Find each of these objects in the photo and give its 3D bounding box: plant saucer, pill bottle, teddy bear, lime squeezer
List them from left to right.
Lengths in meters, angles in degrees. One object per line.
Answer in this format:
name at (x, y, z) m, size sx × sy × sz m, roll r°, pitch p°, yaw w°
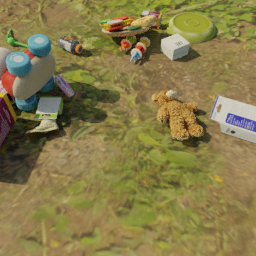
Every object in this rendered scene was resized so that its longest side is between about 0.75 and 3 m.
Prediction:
lime squeezer at (-5.930, -4.643, 14.443) m, size 0.765 × 0.409 × 2.167 m, roll -33°, pitch 57°, yaw -24°
pill bottle at (-2.807, -4.075, 13.817) m, size 1.205 × 0.640 × 0.640 m, roll 27°, pitch 56°, yaw 20°
teddy bear at (1.925, -0.590, 10.836) m, size 1.882 × 0.867 × 2.596 m, roll -2°, pitch 51°, yaw -4°
plant saucer at (3.430, -5.549, 15.165) m, size 2.713 × 0.422 × 2.713 m, roll 0°, pitch 50°, yaw 0°

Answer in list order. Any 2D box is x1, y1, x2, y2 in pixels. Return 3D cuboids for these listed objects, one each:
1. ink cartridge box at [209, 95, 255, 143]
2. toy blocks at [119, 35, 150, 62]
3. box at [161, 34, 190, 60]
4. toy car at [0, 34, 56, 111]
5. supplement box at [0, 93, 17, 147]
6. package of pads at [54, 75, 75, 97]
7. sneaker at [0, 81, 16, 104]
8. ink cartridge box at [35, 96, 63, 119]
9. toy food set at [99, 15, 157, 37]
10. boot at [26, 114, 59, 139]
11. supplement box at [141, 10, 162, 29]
ink cartridge box at (4.639, -0.217, 10.716) m, size 2.937 × 0.576 × 1.461 m, roll 21°, pitch 54°, yaw 15°
toy blocks at (0.183, -3.885, 13.691) m, size 1.349 × 0.588 × 1.618 m, roll 19°, pitch 53°, yaw 15°
box at (2.296, -3.970, 13.711) m, size 1.010 × 0.664 × 1.015 m, roll -26°, pitch 55°, yaw -20°
toy car at (-4.545, -2.528, 11.055) m, size 2.697 × 2.486 × 2.385 m, roll 27°, pitch 56°, yaw 7°
supplement box at (-5.520, 0.092, 9.879) m, size 1.849 × 1.457 × 2.824 m, roll 7°, pitch 51°, yaw 6°
package of pads at (-2.728, -1.794, 11.976) m, size 0.370 × 0.589 × 0.978 m, roll -39°, pitch 59°, yaw -7°
sneaker at (-4.914, -1.545, 11.646) m, size 1.004 × 0.926 × 2.277 m, roll 23°, pitch 63°, yaw 16°
ink cartridge box at (-3.137, -0.693, 11.166) m, size 0.883 × 0.453 × 1.195 m, roll 1°, pitch 51°, yaw 1°
toy food set at (-0.072, -5.225, 14.226) m, size 2.643 × 0.649 × 2.670 m, roll -26°, pitch 35°, yaw -28°
boot at (-3.310, -0.095, 10.697) m, size 1.214 × 0.438 × 0.939 m, roll -11°, pitch 52°, yaw -16°
supplement box at (1.266, -5.898, 15.259) m, size 1.075 × 0.704 × 0.555 m, roll 13°, pitch 52°, yaw 12°
